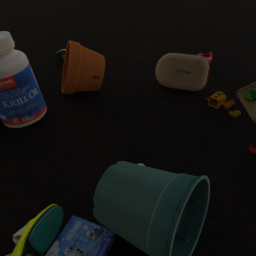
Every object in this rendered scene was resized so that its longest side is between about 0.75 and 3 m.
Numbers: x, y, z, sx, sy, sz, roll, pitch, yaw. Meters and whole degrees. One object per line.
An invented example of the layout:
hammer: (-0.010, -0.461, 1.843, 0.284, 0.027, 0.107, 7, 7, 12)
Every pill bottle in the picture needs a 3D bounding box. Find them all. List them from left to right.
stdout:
pill bottle: (-3.904, -1.561, 9.230, 1.612, 2.872, 1.612, -8, 37, 6)

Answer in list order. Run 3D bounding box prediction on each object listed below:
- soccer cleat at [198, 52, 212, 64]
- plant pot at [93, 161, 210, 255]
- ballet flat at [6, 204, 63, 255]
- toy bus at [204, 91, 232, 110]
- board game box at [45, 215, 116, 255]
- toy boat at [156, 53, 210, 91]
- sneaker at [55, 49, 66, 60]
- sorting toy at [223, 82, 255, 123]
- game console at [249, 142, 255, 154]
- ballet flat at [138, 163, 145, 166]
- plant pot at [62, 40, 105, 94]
soccer cleat: (3.284, -3.327, 13.517, 1.595, 0.610, 0.532, -5, 38, -8)
plant pot: (0.459, 1.694, 6.040, 1.987, 2.028, 2.028, 16, 40, 32)
ballet flat: (-2.151, 2.561, 5.797, 0.783, 0.780, 2.335, -6, 36, 20)
toy bus: (3.498, -1.148, 10.767, 0.915, 0.501, 0.970, -2, 38, -2)
board game box: (-1.010, 2.586, 6.103, 1.133, 0.247, 1.138, 13, 39, 18)
toy boat: (2.313, -2.369, 11.928, 2.224, 1.452, 1.454, 11, 9, 14)
sneaker: (-2.919, -3.554, 13.883, 1.412, 0.526, 0.598, 1, 38, 1)
sorting toy: (4.499, -0.923, 9.959, 1.957, 0.262, 1.458, -25, 57, 14)
game console: (5.271, 0.585, 8.042, 2.592, 0.402, 2.293, -18, 23, -19)
ballet flat: (0.346, 1.253, 7.716, 0.364, 0.404, 1.072, 6, 37, 4)
plant pot: (-1.804, -2.333, 11.278, 1.449, 2.070, 2.070, 6, 35, -20)
